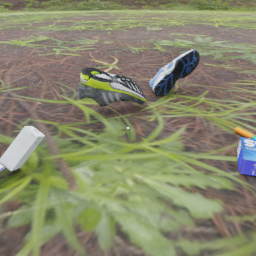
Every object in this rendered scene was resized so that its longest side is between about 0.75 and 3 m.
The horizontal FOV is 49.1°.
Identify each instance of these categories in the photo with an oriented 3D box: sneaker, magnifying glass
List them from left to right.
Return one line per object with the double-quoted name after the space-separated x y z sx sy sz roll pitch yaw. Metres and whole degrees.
-0.476 -1.076 8.348 2.287 0.926 0.845 14 36 -29 "sneaker"
1.595 -2.056 9.851 2.101 0.795 0.809 -38 35 -1 "sneaker"
3.176 0.292 6.856 0.509 0.143 1.279 -16 31 -29 "magnifying glass"

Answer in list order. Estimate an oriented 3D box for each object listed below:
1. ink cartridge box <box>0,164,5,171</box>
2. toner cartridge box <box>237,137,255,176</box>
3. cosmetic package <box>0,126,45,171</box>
-3.379 0.691 5.507 1.987 0.368 0.941 25 46 27 "ink cartridge box"
3.241 0.685 5.725 1.825 0.394 0.867 8 32 13 "toner cartridge box"
-2.144 0.409 5.687 0.359 0.885 0.499 39 -2 0 "cosmetic package"
